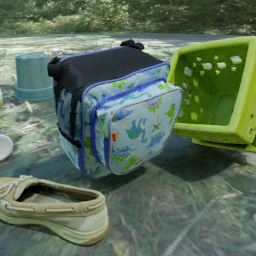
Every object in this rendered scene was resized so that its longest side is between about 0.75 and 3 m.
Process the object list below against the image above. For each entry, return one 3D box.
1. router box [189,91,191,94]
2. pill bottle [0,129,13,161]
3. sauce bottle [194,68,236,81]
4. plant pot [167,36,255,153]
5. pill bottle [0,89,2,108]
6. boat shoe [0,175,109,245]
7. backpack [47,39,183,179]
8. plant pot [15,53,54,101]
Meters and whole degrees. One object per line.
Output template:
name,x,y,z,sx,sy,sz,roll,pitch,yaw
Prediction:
router box,3.537,-1.590,13.351,1.243,0.425,1.666,6,24,14
pill bottle,-4.140,0.340,8.398,0.841,0.841,1.582,-19,29,-37
sauce bottle,4.395,-2.186,12.423,2.930,0.967,0.967,-6,21,18
plant pot,2.609,-0.727,7.925,2.338,2.564,2.576,28,-14,-40
pill bottle,-5.641,-0.953,10.603,1.434,1.434,2.561,-3,23,-8
boat shoe,-1.783,1.420,5.738,3.006,0.946,1.096,12,26,25
backpack,-0.287,-0.173,6.759,2.731,2.984,2.193,-25,53,-33
plant pot,-4.557,-2.547,13.629,2.025,1.983,2.025,-1,23,0
